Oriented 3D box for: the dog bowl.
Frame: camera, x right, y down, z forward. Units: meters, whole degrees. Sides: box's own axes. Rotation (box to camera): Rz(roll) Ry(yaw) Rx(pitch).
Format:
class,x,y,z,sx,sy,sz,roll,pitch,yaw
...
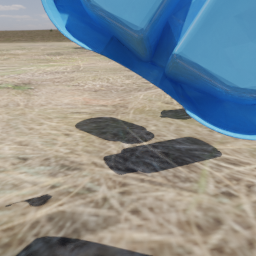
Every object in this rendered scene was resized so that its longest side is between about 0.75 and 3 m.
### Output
class,x,y,z,sx,sy,sz,roll,pitch,yaw
dog bowl,0.512,-0.973,2.431,2.674,1.490,0.663,34,4,11
